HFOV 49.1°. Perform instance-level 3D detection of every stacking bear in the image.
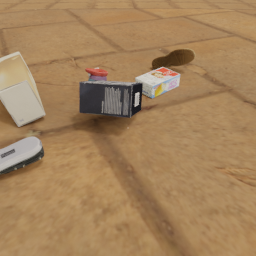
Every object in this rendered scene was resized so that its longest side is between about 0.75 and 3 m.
[{"bbox_3d":[-1.072,-1.340,9.410,0.680,1.195,0.726,27,25,38],"label":"stacking bear"}]

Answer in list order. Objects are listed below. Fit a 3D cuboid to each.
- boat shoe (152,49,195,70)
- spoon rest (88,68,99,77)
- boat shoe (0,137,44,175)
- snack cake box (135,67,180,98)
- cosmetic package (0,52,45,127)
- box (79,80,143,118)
[{"bbox_3d":[1.930,-2.916,11.794,1.877,0.688,0.588,-5,14,29],"label":"boat shoe"},{"bbox_3d":[-0.563,-1.193,9.838,1.188,0.725,2.391,-27,56,-27],"label":"spoon rest"},{"bbox_3d":[-2.933,0.834,6.644,1.948,0.551,0.668,-21,50,-10],"label":"boat shoe"},{"bbox_3d":[1.121,-1.742,10.581,1.570,0.528,0.903,-27,43,-34],"label":"snack cake box"},{"bbox_3d":[-3.584,-1.363,9.183,0.932,1.380,2.623,-25,41,-9],"label":"cosmetic package"},{"bbox_3d":[-0.451,-0.896,8.218,1.510,0.938,1.522,7,12,13],"label":"box"}]
